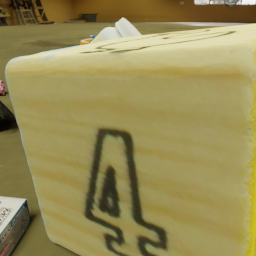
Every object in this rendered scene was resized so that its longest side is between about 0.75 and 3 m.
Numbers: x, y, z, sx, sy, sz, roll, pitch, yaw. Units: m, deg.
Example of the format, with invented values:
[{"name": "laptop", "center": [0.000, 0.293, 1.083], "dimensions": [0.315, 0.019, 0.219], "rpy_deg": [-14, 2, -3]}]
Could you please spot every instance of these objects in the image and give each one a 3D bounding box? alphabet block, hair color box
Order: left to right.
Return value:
[{"name": "hair color box", "center": [-2.617, 1.504, 4.368], "dimensions": [1.852, 0.560, 0.926], "rpy_deg": [4, 25, 8]}, {"name": "alphabet block", "center": [0.568, 0.181, 4.027], "dimensions": [2.956, 2.902, 2.887], "rpy_deg": [7, 26, 34]}]

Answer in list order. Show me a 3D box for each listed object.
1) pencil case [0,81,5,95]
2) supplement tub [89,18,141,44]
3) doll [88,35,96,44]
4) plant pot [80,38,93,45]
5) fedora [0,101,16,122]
[{"name": "pencil case", "center": [-5.620, -1.561, 11.024], "dimensions": [1.459, 0.604, 0.631], "rpy_deg": [-4, 50, -10]}, {"name": "supplement tub", "center": [-0.568, -1.759, 8.505], "dimensions": [2.661, 1.929, 1.929], "rpy_deg": [-39, 16, 20]}, {"name": "doll", "center": [-1.137, -2.788, 9.285], "dimensions": [0.949, 0.647, 0.230], "rpy_deg": [-28, -20, 30]}, {"name": "plant pot", "center": [-1.013, -2.271, 10.728], "dimensions": [2.311, 2.116, 2.311], "rpy_deg": [0, 25, 0]}, {"name": "fedora", "center": [-4.434, -0.710, 7.992], "dimensions": [1.179, 2.581, 2.581], "rpy_deg": [-44, 40, -14]}]
